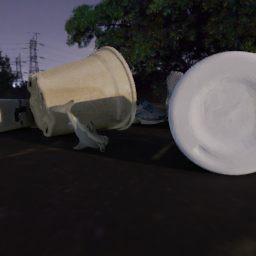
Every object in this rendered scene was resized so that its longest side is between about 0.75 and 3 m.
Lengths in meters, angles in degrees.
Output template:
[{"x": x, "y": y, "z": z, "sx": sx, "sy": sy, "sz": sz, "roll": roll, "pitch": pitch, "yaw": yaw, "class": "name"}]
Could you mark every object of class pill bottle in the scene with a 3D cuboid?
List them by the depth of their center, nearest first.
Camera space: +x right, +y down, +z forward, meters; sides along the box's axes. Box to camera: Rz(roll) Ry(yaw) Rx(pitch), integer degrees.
[{"x": 1.717, "y": -0.308, "z": 4.891, "sx": 1.614, "sy": 1.614, "sz": 2.906, "roll": 2, "pitch": 6, "yaw": 17, "class": "pill bottle"}]

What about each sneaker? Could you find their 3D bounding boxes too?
[{"x": 0.778, "y": -0.632, "z": 11.593, "sx": 2.314, "sy": 0.999, "sz": 0.898, "roll": 5, "pitch": 8, "yaw": 45, "class": "sneaker"}]

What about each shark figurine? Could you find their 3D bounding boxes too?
[{"x": -0.951, "y": 0.131, "z": 5.550, "sx": 0.582, "sy": 1.395, "sz": 0.834, "roll": -36, "pitch": 30, "yaw": 16, "class": "shark figurine"}]

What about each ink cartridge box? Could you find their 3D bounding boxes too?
[{"x": -4.639, "y": -0.482, "z": 9.707, "sx": 1.835, "sy": 1.040, "sz": 2.503, "roll": 1, "pitch": 5, "yaw": 7, "class": "ink cartridge box"}]

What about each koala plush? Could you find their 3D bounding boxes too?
[{"x": 2.357, "y": -0.698, "z": 10.358, "sx": 1.963, "sy": 2.035, "sz": 2.214, "roll": 9, "pitch": -13, "yaw": 18, "class": "koala plush"}]

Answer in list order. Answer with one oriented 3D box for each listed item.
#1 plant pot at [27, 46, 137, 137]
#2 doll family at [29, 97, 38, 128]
[{"x": -1.441, "y": -0.866, "z": 7.953, "sx": 2.337, "sy": 2.553, "sz": 2.553, "roll": -18, "pitch": 14, "yaw": -30, "class": "plant pot"}, {"x": -3.220, "y": -0.788, "z": 11.104, "sx": 0.954, "sy": 1.406, "sz": 2.433, "roll": -1, "pitch": 5, "yaw": -7, "class": "doll family"}]
